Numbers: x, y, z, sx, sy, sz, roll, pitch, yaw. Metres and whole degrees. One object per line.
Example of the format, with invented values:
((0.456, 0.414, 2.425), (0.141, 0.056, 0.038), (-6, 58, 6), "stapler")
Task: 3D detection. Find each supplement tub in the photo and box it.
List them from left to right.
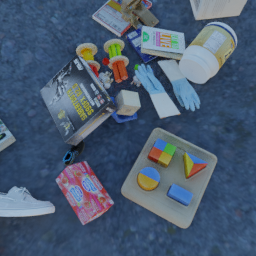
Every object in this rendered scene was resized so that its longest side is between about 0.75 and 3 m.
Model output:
((3.290, -3.093, 11.628), (1.607, 1.607, 2.226), (36, 74, 12), "supplement tub")

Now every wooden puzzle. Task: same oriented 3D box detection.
((1.573, 1.718, 10.354), (2.749, 0.687, 2.968), (27, 72, 9), "wooden puzzle")

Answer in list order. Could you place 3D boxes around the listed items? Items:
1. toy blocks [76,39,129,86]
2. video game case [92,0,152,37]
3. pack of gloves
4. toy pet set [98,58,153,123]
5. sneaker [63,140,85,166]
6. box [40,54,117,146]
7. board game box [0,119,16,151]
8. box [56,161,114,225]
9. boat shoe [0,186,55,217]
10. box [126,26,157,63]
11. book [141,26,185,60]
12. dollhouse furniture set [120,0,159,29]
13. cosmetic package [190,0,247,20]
((-0.960, -2.314, 11.705), (2.143, 0.934, 2.571), (-10, 71, -4), "toy blocks")
((-0.265, -5.566, 13.273), (1.717, 0.209, 2.401), (38, 75, 13), "video game case")
((1.572, -1.572, 11.508), (2.276, 0.535, 2.709), (-13, 64, -27), "pack of gloves")
((-0.105, -1.429, 11.404), (2.344, 1.245, 2.189), (6, 61, -29), "toy pet set")
((-2.074, 0.923, 10.757), (0.429, 0.480, 1.172), (29, 72, 11), "sneaker")
((-1.967, -1.093, 10.643), (2.201, 0.672, 2.779), (-40, 61, 13), "box")
((-5.396, 0.168, 10.915), (1.228, 0.535, 1.664), (-38, 70, -19), "board game box")
((-1.527, 2.229, 9.823), (0.918, 0.958, 1.922), (-47, 69, 29), "box")
((-4.024, 2.579, 9.914), (2.924, 1.053, 1.002), (-1, 77, 10), "boat shoe")
((0.724, -3.695, 12.515), (0.970, 0.260, 1.602), (-30, 78, -10), "box")
((1.532, -3.765, 12.326), (1.899, 0.456, 1.269), (6, 67, -9), "book")
((0.608, -5.069, 12.214), (1.524, 1.603, 1.306), (-44, 91, -13), "dollhouse furniture set")
((4.109, -6.292, 12.690), (2.176, 1.793, 1.795), (-7, 69, -3), "cosmetic package")
